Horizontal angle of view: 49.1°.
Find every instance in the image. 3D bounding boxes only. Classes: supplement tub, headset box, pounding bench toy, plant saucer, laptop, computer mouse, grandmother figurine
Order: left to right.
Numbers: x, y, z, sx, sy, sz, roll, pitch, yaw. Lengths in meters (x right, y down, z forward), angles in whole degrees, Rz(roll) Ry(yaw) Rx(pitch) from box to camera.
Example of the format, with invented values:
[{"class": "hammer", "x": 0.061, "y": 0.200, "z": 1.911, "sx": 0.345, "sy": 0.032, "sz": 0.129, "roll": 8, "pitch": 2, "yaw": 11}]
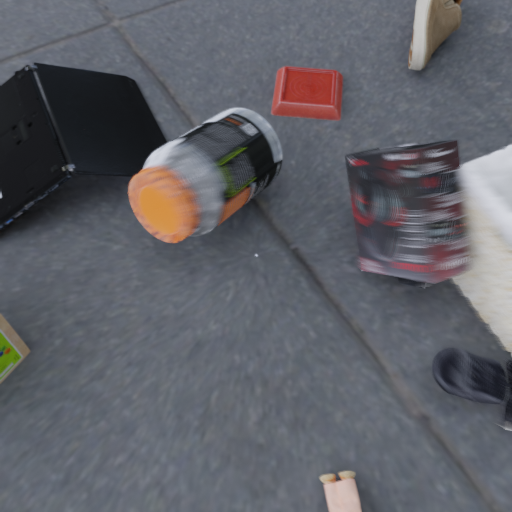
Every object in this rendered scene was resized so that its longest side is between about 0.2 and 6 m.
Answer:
[{"class": "pounding bench toy", "x": -4.720, "y": 1.451, "z": 7.758, "sx": 1.689, "sy": 1.345, "sz": 2.166, "roll": 29, "pitch": 61, "yaw": 17}, {"class": "laptop", "x": -3.753, "y": -1.964, "z": 10.701, "sx": 3.539, "sy": 1.828, "sz": 3.136, "roll": -34, "pitch": 59, "yaw": 9}, {"class": "supplement tub", "x": -0.787, "y": -1.316, "z": 9.105, "sx": 1.516, "sy": 1.516, "sz": 2.475, "roll": 30, "pitch": 45, "yaw": 18}, {"class": "plant saucer", "x": 1.083, "y": -3.437, "z": 11.624, "sx": 1.421, "sy": 0.261, "sz": 1.418, "roll": 5, "pitch": 57, "yaw": 4}, {"class": "grandmother figurine", "x": 1.190, "y": 3.447, "z": 7.050, "sx": 0.811, "sy": 0.405, "sz": 1.338, "roll": -19, "pitch": 58, "yaw": 20}, {"class": "headset box", "x": 2.270, "y": -0.575, "z": 8.456, "sx": 0.803, "sy": 2.141, "sz": 1.591, "roll": -17, "pitch": 14, "yaw": -28}, {"class": "computer mouse", "x": 3.077, "y": 1.772, "z": 7.860, "sx": 1.449, "sy": 0.382, "sz": 1.004, "roll": 20, "pitch": 67, "yaw": -4}]

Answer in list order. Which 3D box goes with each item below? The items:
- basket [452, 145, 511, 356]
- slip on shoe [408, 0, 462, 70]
[{"class": "basket", "x": 4.593, "y": -0.207, "z": 8.342, "sx": 2.718, "sy": 2.186, "sz": 2.693, "roll": -22, "pitch": 59, "yaw": -13}, {"class": "slip on shoe", "x": 3.996, "y": -5.191, "z": 12.263, "sx": 0.968, "sy": 1.215, "sz": 3.195, "roll": 11, "pitch": 50, "yaw": 15}]
